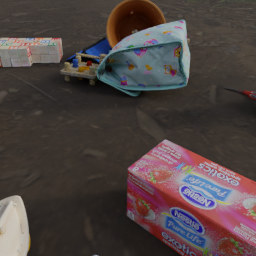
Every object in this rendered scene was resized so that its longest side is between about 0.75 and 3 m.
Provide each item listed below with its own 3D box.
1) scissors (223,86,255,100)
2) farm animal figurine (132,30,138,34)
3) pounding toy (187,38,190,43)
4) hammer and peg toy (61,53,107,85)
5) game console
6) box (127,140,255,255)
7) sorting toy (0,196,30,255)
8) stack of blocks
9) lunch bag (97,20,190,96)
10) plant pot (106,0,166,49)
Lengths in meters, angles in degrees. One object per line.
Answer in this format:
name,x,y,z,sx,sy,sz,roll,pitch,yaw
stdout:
scissors,3.649,-1.155,8.883,0.455,0.087,1.245,-25,40,-29
farm animal figurine,0.208,-4.211,12.921,1.193,0.743,1.477,-6,34,-10
pounding toy,2.189,-3.716,12.387,1.029,0.471,0.904,7,33,16
hammer and peg toy,-1.426,-2.108,9.780,1.307,0.627,1.777,10,30,11
game console,-1.344,-2.949,11.512,1.505,1.043,1.764,38,42,0
box,1.124,1.251,4.227,2.249,1.121,1.074,27,42,33
sorting toy,-2.156,1.778,3.850,1.306,0.775,1.451,-16,18,0
stack of blocks,-3.955,-3.030,11.125,2.461,0.721,1.417,-1,33,-3
lunch bag,0.512,-2.197,8.881,2.734,1.667,2.329,-6,32,17
plant pot,0.315,-3.827,11.183,2.259,2.259,1.581,0,15,0
